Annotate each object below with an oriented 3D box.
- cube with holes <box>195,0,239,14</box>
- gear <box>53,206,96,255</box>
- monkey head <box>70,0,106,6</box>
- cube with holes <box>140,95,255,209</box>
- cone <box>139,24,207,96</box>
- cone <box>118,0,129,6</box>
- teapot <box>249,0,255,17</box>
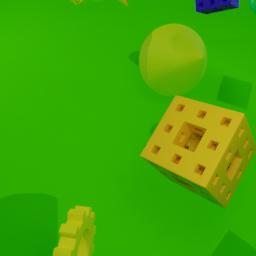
[{"bbox_3d":[2.177,-3.332,6.857,0.830,0.830,0.830,2,16,34],"label":"cube with holes"},{"bbox_3d":[-0.642,1.530,3.485,0.195,1.054,1.054,4,56,9],"label":"gear"},{"bbox_3d":[-0.555,-2.945,5.205,0.882,1.052,1.463,5,50,48],"label":"monkey head"},{"bbox_3d":[0.951,0.310,3.674,0.943,0.943,0.943,23,77,40],"label":"cube with holes"},{"bbox_3d":[1.149,-1.355,5.546,1.592,1.592,1.598,-10,13,-7],"label":"cone"},{"bbox_3d":[-0.179,-3.836,7.767,1.229,1.229,1.234,-13,68,-9],"label":"cone"},{"bbox_3d":[3.708,-3.162,7.213,1.501,0.933,0.735,25,101,33],"label":"teapot"}]
